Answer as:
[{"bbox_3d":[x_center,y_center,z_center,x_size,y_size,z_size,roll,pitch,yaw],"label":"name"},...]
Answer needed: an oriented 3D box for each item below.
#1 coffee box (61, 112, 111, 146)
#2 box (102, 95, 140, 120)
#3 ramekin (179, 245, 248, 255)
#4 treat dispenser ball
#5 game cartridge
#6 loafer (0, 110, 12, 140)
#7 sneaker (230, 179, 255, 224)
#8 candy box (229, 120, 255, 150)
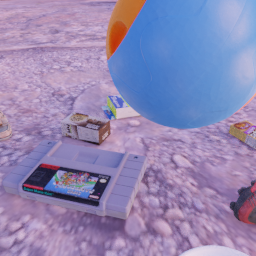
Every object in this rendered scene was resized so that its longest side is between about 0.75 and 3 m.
[{"bbox_3d":[-1.186,0.000,7.947,1.229,0.490,0.694,13,33,22],"label":"coffee box"},{"bbox_3d":[0.102,-0.775,9.361,1.808,0.431,1.102,-9,30,-16],"label":"box"},{"bbox_3d":[1.194,2.405,3.523,1.605,0.782,1.605,0,31,0],"label":"ramekin"},{"bbox_3d":[0.981,-1.349,4.727,2.733,2.733,2.733,0,30,0],"label":"treat dispenser ball"},{"bbox_3d":[-1.104,1.018,6.256,2.762,0.530,1.790,8,27,13],"label":"game cartridge"},{"bbox_3d":[-3.976,-0.271,8.312,0.679,0.594,1.888,-19,35,-30],"label":"loafer"},{"bbox_3d":[3.175,1.450,5.048,2.507,0.886,1.225,-4,28,-10],"label":"sneaker"},{"bbox_3d":[3.465,0.192,7.808,0.645,0.312,1.105,-14,35,-25],"label":"candy box"}]
